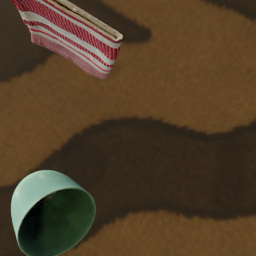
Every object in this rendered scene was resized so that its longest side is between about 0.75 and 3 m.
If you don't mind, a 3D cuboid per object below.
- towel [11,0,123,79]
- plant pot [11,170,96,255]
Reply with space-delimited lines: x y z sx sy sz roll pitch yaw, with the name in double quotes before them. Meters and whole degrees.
"towel" -1.230 -1.841 5.816 2.115 2.936 0.334 28 85 -8
"plant pot" -1.381 1.340 4.847 1.311 1.311 1.052 -52 42 -5
